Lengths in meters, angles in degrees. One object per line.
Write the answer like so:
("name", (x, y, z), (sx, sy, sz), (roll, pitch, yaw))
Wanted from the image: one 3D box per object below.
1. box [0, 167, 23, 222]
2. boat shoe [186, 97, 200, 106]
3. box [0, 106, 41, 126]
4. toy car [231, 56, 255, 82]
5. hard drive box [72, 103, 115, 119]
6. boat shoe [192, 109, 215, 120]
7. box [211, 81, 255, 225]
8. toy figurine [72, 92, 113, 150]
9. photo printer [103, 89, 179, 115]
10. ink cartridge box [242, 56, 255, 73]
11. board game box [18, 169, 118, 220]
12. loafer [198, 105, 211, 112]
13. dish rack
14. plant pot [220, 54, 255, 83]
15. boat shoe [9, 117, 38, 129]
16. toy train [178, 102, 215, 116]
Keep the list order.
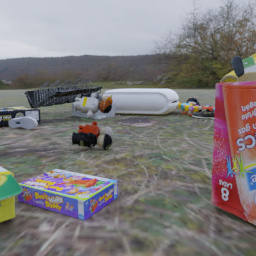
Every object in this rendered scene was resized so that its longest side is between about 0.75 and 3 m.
("box", (-2.105, 0.645, 2.913), (1.296, 0.534, 2.209), (-8, 10, -42))
("boat shoe", (3.091, -1.165, 13.379), (0.676, 0.600, 1.809), (2, 10, 13))
("box", (-4.082, -0.381, 9.059), (2.017, 0.495, 1.626), (-7, 9, -37))
("toy car", (3.566, -1.032, 8.032), (1.716, 2.089, 1.648), (2, 8, 16))
("hard drive box", (-1.340, -0.700, 10.857), (1.333, 0.512, 1.039), (9, 13, 41))
("boat shoe", (2.954, -0.530, 10.312), (1.221, 0.367, 0.435), (7, 12, 36))
("box", (2.338, 0.165, 3.169), (2.740, 1.366, 1.308), (-6, 11, -32))
("toy figurine", (-0.682, -0.172, 5.929), (0.805, 1.139, 1.157), (6, 10, -1))
("photo printer", (0.693, -1.181, 12.145), (2.965, 1.030, 2.467), (2, 10, 17))
("ink cartridge box", (4.205, -1.592, 9.658), (0.597, 1.422, 1.030), (-17, -8, 20))
("board game box", (-0.692, 0.734, 3.267), (0.965, 0.216, 0.649), (5, 11, 28))
("loafer", (3.088, -0.846, 12.184), (1.058, 0.371, 0.359), (2, 10, 14))
("dish rack", (-2.454, -1.387, 10.780), (2.245, 0.799, 2.927), (-15, 2, -36))
("plant pot", (5.219, -1.684, 11.374), (2.459, 2.613, 2.613), (-19, 15, -18))
("boat shoe", (-3.008, -0.157, 8.231), (1.033, 0.366, 0.361), (-3, 10, 26))
("toy train", (2.789, -0.736, 11.426), (1.263, 0.467, 1.681), (-3, 13, -24))
